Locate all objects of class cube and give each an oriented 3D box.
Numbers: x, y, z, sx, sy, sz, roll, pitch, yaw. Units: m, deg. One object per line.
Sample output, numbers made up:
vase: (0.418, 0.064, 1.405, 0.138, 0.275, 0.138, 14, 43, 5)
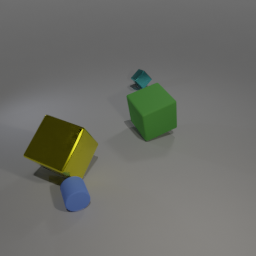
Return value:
cube: (0.930, -0.632, 10.812, 1.400, 1.400, 1.400, -24, 47, -12)
cube: (0.713, -2.649, 15.080, 0.700, 0.700, 0.700, -49, 30, 0)
cube: (-1.965, 0.650, 8.509, 1.400, 1.400, 1.400, 18, 73, 19)

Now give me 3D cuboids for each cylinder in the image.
cylinder: (-1.479, 1.833, 7.824, 0.700, 0.700, 0.700, -12, 33, -19)
